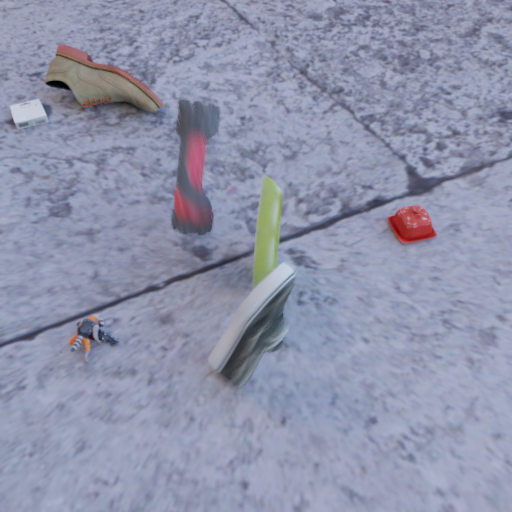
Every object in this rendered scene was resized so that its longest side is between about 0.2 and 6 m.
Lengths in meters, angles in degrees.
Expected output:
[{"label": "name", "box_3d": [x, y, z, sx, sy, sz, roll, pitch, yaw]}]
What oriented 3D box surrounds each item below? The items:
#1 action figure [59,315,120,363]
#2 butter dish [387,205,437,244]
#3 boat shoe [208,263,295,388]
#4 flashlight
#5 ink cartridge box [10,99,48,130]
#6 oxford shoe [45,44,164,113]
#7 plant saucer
[{"label": "action figure", "box_3d": [-2.792, 1.367, 9.487, 0.871, 0.456, 0.843, 14, 58, 12]}, {"label": "butter dish", "box_3d": [3.178, -0.740, 11.290, 0.828, 0.612, 0.825, -11, 48, -10]}, {"label": "boat shoe", "box_3d": [0.097, 1.112, 8.599, 0.830, 2.340, 0.843, 39, 37, 12]}, {"label": "flashlight", "box_3d": [-1.044, -1.547, 10.041, 0.776, 2.292, 0.779, -5, 24, -38]}, {"label": "ink cartridge box", "box_3d": [-5.761, -3.593, 14.198, 0.777, 0.273, 0.956, -20, 43, -17]}, {"label": "oxford shoe", "box_3d": [-3.922, -4.237, 14.426, 3.304, 1.164, 1.236, 26, 84, 16]}, {"label": "plant saucer", "box_3d": [0.223, -0.318, 9.803, 0.334, 2.148, 2.148, 5, 48, 4]}]
